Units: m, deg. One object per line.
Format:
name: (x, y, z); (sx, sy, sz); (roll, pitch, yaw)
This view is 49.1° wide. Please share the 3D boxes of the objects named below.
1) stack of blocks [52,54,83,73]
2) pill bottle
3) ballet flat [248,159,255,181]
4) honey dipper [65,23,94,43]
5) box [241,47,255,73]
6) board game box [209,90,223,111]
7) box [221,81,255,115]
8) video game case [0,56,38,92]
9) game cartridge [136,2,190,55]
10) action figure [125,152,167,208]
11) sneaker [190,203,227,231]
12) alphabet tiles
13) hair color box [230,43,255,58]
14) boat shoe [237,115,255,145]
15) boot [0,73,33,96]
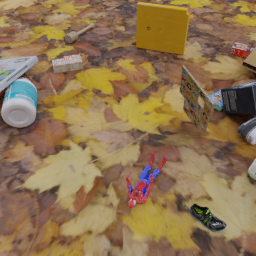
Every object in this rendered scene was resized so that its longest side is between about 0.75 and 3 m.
stack of blocks: (-2.766, -2.938, 12.776); (1.317, 0.386, 0.758); (-12, 42, -12)
pill bottle: (-3.836, -1.016, 10.032); (1.100, 1.100, 1.986); (-8, 42, -9)
ballet flat: (4.346, 0.711, 8.334); (0.799, 0.799, 2.302); (31, 50, 31)
honey dipper: (-2.573, -5.356, 15.501); (0.479, 0.479, 2.522); (17, 43, 19)
box: (6.617, -2.909, 12.503); (2.326, 0.303, 2.846); (33, 50, 18)
board game box: (3.584, -1.093, 10.790); (0.995, 0.224, 0.757); (-25, 47, -26)
box: (4.421, -1.098, 9.706); (1.601, 0.956, 1.628); (-15, 9, -17)
video game case: (-5.093, -1.954, 10.605); (2.659, 0.293, 2.424); (2, 40, 28)
game cartridge: (1.619, -4.767, 13.495); (2.501, 2.205, 0.406); (14, 44, 15)
action figure: (0.478, 1.270, 7.599); (0.629, 0.954, 1.927); (18, 47, 20)
sneaker: (1.957, 2.194, 6.902); (0.948, 0.393, 0.336); (28, 50, 29)
alphabet tiles: (2.051, -0.780, 8.744); (0.072, 1.916, 1.601); (-24, 60, -9)
hair color box: (5.760, -3.745, 13.699); (1.260, 0.386, 0.639); (24, 46, 25)
boat shoe: (4.667, -0.256, 9.452); (2.327, 0.835, 0.789); (-28, 49, -19)
boot: (-4.894, -1.564, 10.976); (2.031, 0.748, 1.571); (4, 39, 22)
